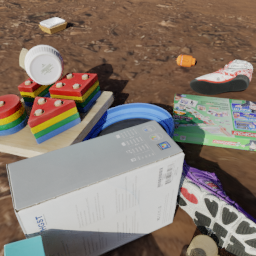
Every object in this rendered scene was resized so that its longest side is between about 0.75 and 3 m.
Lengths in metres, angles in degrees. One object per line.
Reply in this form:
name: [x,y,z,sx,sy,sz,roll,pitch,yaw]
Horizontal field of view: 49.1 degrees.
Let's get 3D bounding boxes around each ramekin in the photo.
ramekin: [-2.308,-1.709,7.788,1.097,1.097,0.511,-11,31,-13]

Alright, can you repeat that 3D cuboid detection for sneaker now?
sneaker: [3.110,-1.690,9.300,1.954,0.652,1.047,1,46,40]
sneaker: [1.776,1.431,5.845,1.131,1.093,2.710,-22,45,-33]

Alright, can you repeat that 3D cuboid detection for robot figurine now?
robot figurine: [2.274,-2.669,11.107,0.759,0.443,0.546,10,43,11]

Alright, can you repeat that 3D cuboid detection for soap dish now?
soap dish: [-3.725,-5.093,13.951,0.879,0.454,1.118,28,48,29]

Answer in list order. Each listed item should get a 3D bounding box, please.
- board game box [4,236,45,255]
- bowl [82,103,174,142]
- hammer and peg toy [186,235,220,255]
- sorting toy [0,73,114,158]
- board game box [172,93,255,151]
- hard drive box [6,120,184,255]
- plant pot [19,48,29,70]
board game box: [-1.178,2.863,3.583,0.519,1.670,2.212,-6,39,-27]
bowl: [0.003,0.189,7.397,2.455,0.482,2.455,-9,36,6]
hammer and peg toy: [1.628,2.963,3.987,2.198,1.054,2.988,8,41,10]
sorting toy: [-2.353,-0.577,7.827,2.936,1.022,2.919,8,40,23]
board game box: [2.728,-0.217,8.234,2.836,0.413,1.909,7,41,9]
hard drive box: [-0.487,1.282,5.142,2.720,2.120,1.045,-16,42,-20]
plant pot: [-3.753,-2.493,10.679,0.934,0.934,0.627,29,84,29]
